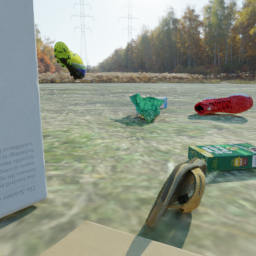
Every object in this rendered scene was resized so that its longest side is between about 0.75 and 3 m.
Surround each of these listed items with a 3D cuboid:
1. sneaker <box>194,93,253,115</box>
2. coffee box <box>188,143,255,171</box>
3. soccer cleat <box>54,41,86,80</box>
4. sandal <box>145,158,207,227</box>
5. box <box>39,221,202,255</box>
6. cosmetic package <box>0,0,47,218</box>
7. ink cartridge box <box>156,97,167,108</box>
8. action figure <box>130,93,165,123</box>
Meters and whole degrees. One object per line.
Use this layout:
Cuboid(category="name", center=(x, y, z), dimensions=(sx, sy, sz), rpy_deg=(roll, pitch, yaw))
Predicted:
Cuboid(category="sneaker", center=(3.605, -0.788, 10.933), dimensions=(1.266, 0.858, 2.191), rpy_deg=(-22, 11, -42))
Cuboid(category="coffee box", center=(1.827, 0.509, 5.100), dimensions=(1.272, 0.280, 0.782), rpy_deg=(-2, 11, -10))
Cuboid(category="soccer cleat", center=(-2.173, -2.632, 10.547), dimensions=(0.650, 0.841, 2.010), rpy_deg=(-1, -26, 18))
Cuboid(category="sandal", center=(0.727, 0.749, 3.383), dimensions=(0.428, 0.636, 1.583), rpy_deg=(30, 20, 26))
Cuboid(category="box", center=(0.000, 1.188, 1.902), dimensions=(1.673, 0.178, 1.367), rpy_deg=(5, 12, 28))
Cuboid(category="cosmetic package", center=(-2.456, -0.287, 2.741), dimensions=(1.677, 2.729, 2.720), rpy_deg=(7, 12, 38))
Cuboid(category="ink cartridge box", center=(1.432, -1.219, 13.440), dimensions=(0.779, 0.488, 0.501), rpy_deg=(-2, 11, -12))
Cuboid(category="action figure", center=(0.733, -0.713, 10.399), dimensions=(1.457, 0.674, 2.466), rpy_deg=(2, 18, 2))
